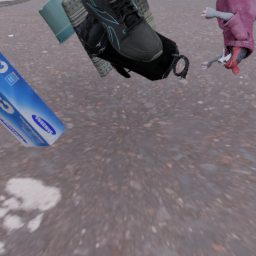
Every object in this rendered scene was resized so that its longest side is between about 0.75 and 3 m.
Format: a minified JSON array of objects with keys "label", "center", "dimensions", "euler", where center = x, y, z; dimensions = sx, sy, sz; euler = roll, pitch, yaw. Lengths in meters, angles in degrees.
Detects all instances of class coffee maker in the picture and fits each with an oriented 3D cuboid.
[{"label":"coffee maker","center":[0.144,-1.846,6.056],"dimensions":[1.858,1.252,1.785],"euler":[13,-1,-42]}]

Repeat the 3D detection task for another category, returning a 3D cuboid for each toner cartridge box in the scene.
[{"label":"toner cartridge box","center":[-1.655,-0.467,3.693],"dimensions":[0.813,1.712,0.370],"euler":[-5,40,47]}]

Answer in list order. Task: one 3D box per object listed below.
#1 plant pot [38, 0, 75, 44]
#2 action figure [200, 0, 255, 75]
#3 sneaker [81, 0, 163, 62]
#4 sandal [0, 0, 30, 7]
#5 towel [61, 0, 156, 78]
[{"label":"plant pot","center":[-2.237,-3.687,9.385],"dimensions":[1.246,1.220,1.246],"euler":[-33,26,19]},{"label":"action figure","center":[2.862,-2.494,7.166],"dimensions":[1.968,1.770,2.643],"euler":[1,70,14]},{"label":"sneaker","center":[-0.174,-1.912,4.748],"dimensions":[0.734,0.772,1.947],"euler":[-43,81,-9]},{"label":"sandal","center":[-2.399,-3.016,5.774],"dimensions":[0.860,0.520,2.114],"euler":[40,42,-16]},{"label":"towel","center":[-0.425,-3.265,8.229],"dimensions":[2.659,2.560,0.459],"euler":[-45,45,-16]}]
